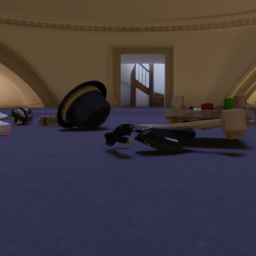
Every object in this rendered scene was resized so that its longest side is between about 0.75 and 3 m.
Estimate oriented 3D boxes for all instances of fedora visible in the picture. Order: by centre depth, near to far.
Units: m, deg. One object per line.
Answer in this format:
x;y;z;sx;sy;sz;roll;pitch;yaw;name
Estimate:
-1.474;-0.650;10.562;1.066;2.335;2.335;40;25;25;fedora

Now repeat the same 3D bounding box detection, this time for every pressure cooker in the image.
-4.832;-0.522;12.732;0.785;0.797;0.892;-11;2;13;pressure cooker

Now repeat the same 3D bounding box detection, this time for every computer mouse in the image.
0.431;0.305;5.989;1.889;0.435;1.326;5;-14;-27;computer mouse

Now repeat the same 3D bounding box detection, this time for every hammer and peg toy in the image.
1.885;-0.297;6.871;2.085;0.999;2.834;1;-4;14;hammer and peg toy

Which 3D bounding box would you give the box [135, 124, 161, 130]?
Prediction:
0.863;0.015;9.748;1.030;0.249;0.816;2;6;21;box

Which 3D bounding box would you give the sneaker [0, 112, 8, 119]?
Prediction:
-7.777;-0.785;16.606;1.404;0.563;0.494;2;4;9;sneaker

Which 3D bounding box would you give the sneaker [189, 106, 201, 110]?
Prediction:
3.232;-0.458;12.621;0.864;0.853;2.263;12;12;-7;sneaker

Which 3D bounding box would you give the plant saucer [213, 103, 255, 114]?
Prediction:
5.114;-0.857;14.386;2.825;0.487;2.825;-10;7;1;plant saucer

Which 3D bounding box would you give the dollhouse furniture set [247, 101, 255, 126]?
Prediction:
6.117;-0.597;11.822;1.891;1.082;2.217;-1;5;-1;dollhouse furniture set

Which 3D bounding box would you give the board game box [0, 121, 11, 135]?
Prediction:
-4.914;0.009;9.092;1.746;0.381;1.755;-4;7;-34;board game box

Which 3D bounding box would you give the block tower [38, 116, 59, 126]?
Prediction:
-3.018;-0.303;12.135;1.616;0.437;0.467;-1;6;-6;block tower
